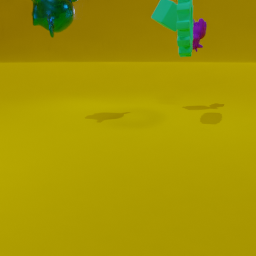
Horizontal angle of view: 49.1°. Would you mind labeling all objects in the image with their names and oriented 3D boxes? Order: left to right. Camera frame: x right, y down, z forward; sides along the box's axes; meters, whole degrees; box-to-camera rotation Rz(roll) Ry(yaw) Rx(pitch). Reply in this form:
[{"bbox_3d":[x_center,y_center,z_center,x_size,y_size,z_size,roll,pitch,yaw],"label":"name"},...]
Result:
[{"bbox_3d":[-2.146,-3.460,7.919,1.162,1.388,1.929,13,60,12],"label":"monkey head"},{"bbox_3d":[1.397,-3.882,9.616,0.738,0.738,0.738,17,22,-37],"label":"cube"},{"bbox_3d":[1.650,-2.964,8.017,0.328,1.773,1.773,1,14,16],"label":"gear"},{"bbox_3d":[2.528,-3.386,10.333,0.664,1.189,1.209,7,11,28],"label":"cow figurine"}]
